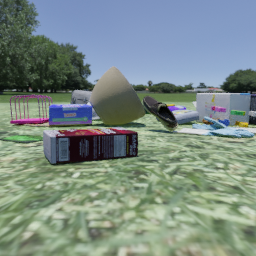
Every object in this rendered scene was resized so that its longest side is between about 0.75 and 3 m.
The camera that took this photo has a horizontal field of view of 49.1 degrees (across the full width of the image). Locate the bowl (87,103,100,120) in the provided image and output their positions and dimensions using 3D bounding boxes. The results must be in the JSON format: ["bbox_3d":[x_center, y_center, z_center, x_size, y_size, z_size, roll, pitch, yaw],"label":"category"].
[{"bbox_3d":[-1.573,-1.217,15.771,2.182,0.981,2.182,-11,15,3],"label":"bowl"}]

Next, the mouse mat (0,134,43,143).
[{"bbox_3d":[-3.240,0.331,8.848,1.444,0.054,1.162,3,7,29],"label":"mouse mat"}]

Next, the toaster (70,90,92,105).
[{"bbox_3d":[-2.638,-1.698,19.412,1.718,1.511,2.659,7,-5,25],"label":"toaster"}]

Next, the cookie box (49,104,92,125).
[{"bbox_3d":[-2.704,-0.663,13.120,1.907,0.838,2.229,-1,7,-12],"label":"cookie box"}]

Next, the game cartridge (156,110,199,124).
[{"bbox_3d":[2.487,-0.570,13.939,1.520,0.467,2.283,-8,9,-15],"label":"game cartridge"}]

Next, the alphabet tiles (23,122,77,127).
[{"bbox_3d":[-3.579,-0.206,13.188,1.938,0.074,2.329,7,10,42],"label":"alphabet tiles"}]

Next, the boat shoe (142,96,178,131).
[{"bbox_3d":[1.239,-0.695,10.585,0.676,0.598,1.846,-33,61,-23],"label":"boat shoe"}]

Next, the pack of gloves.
[{"bbox_3d":[3.382,-0.085,10.308,2.721,0.537,2.286,5,7,36],"label":"pack of gloves"}]

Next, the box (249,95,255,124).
[{"bbox_3d":[6.352,-0.961,13.917,1.979,1.395,2.675,-3,7,-30],"label":"box"}]

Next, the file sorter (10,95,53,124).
[{"bbox_3d":[-4.602,-0.923,13.597,1.442,1.302,2.076,-2,5,2],"label":"file sorter"}]

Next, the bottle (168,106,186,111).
[{"bbox_3d":[2.875,-1.009,17.364,0.865,0.676,2.071,7,10,34],"label":"bottle"}]

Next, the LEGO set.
[{"bbox_3d":[4.593,-0.358,11.688,2.143,0.817,0.879,7,10,3],"label":"LEGO set"}]

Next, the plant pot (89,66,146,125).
[{"bbox_3d":[-0.705,-1.208,12.927,1.821,2.712,2.712,-34,11,-5],"label":"plant pot"}]

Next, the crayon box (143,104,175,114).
[{"bbox_3d":[2.377,-1.377,20.442,2.725,0.692,1.730,2,7,16],"label":"crayon box"}]

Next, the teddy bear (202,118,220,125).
[{"bbox_3d":[3.781,-0.241,12.470,0.950,0.317,0.689,-9,31,-24],"label":"teddy bear"}]

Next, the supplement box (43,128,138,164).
[{"bbox_3d":[-0.855,0.347,6.372,1.945,0.592,1.059,-2,7,-25],"label":"supplement box"}]

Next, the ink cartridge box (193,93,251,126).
[{"bbox_3d":[4.453,-0.963,13.628,1.498,1.459,2.330,-4,8,-32],"label":"ink cartridge box"}]
